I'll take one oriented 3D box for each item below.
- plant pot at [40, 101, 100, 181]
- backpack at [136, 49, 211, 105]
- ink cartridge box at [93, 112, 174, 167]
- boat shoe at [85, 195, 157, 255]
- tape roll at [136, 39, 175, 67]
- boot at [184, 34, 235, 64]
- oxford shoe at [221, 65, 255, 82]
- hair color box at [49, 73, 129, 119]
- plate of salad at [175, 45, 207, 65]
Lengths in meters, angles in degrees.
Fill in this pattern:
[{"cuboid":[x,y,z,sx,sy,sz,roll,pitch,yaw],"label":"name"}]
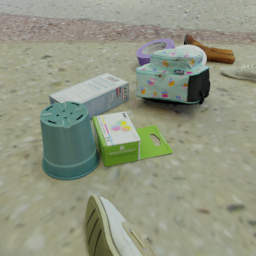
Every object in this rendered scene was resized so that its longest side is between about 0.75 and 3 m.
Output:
[{"cuboid":[-1.446,0.231,6.792,1.483,1.452,1.483,1,35,0],"label":"plant pot"},{"cuboid":[1.384,-1.683,9.196,2.308,1.769,2.029,1,21,27],"label":"backpack"},{"cuboid":[0.114,0.179,7.497,1.875,0.710,1.386,-10,37,-13],"label":"ink cartridge box"},{"cuboid":[-0.080,2.102,4.753,0.839,0.917,2.454,6,28,-28],"label":"boat shoe"},{"cuboid":[1.195,-3.048,11.699,1.597,0.679,1.597,-16,37,12],"label":"tape roll"},{"cuboid":[3.728,-3.716,12.986,2.242,0.768,2.111,4,35,4],"label":"boot"},{"cuboid":[4.704,-2.242,11.062,1.993,0.576,0.749,17,42,26],"label":"oxford shoe"},{"cuboid":[-1.199,-0.989,9.142,2.381,0.722,1.179,-30,45,-34],"label":"hair color box"},{"cuboid":[2.504,-2.922,12.007,1.659,0.398,1.659,-4,57,7],"label":"plate of salad"}]
